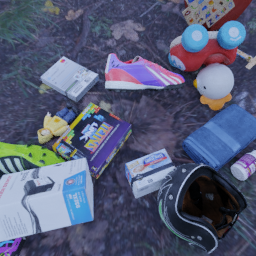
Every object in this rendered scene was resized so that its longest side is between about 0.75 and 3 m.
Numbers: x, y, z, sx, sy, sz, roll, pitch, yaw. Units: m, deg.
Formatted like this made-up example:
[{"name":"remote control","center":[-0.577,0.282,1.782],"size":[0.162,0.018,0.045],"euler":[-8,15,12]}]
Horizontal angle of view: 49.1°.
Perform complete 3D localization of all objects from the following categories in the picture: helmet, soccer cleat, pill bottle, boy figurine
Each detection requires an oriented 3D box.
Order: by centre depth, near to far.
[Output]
[{"name":"helmet","center":[1.679,1.874,6.982],"size":[1.915,2.008,2.008],"euler":[39,66,23]},{"name":"soccer cleat","center":[-3.203,1.020,8.220],"size":[2.734,1.108,0.923],"euler":[14,31,-14]},{"name":"pill bottle","center":[3.576,1.086,8.337],"size":[0.964,0.541,0.541],"euler":[-34,64,-19]},{"name":"soccer cleat","center":[0.630,-1.636,8.442],"size":[2.894,1.059,0.987],"euler":[-6,11,-32]},{"name":"boy figurine","center":[-2.355,-0.154,9.123],"size":[0.991,0.514,1.594],"euler":[36,63,17]}]

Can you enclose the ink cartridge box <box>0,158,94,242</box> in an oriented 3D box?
[{"name":"ink cartridge box","center":[-2.084,1.704,7.002],"size":[2.296,0.961,1.666],"euler":[-12,20,-4]}]

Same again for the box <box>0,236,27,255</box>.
[{"name":"box","center":[-3.721,3.483,6.962],"size":[1.582,0.399,2.213],"euler":[15,61,8]}]

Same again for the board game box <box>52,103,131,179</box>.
[{"name":"board game box","center":[-1.081,0.343,8.780],"size":[1.631,0.560,1.973],"euler":[28,63,17]}]

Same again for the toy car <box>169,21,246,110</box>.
[{"name":"toy car","center":[2.670,-1.876,9.549],"size":[2.288,2.384,2.586],"euler":[-6,88,-4]}]

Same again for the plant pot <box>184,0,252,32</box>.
[{"name":"plant pot","center":[3.586,-5.355,11.392],"size":[2.311,2.039,2.314],"euler":[-26,63,-15]}]

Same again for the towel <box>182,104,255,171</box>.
[{"name":"towel","center":[2.955,0.294,8.797],"size":[2.427,0.589,1.355],"euler":[-34,64,-18]}]

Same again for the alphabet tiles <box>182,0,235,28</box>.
[{"name":"alphabet tiles","center":[2.664,-4.104,9.394],"size":[1.704,1.424,0.064],"euler":[-39,38,7]}]

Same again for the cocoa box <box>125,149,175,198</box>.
[{"name":"cocoa box","center":[0.642,1.300,8.020],"size":[1.268,0.846,0.832],"euler":[-20,61,-12]}]

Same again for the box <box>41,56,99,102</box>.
[{"name":"box","center":[-2.113,-1.806,10.219],"size":[1.665,0.343,1.298],"euler":[30,62,16]}]

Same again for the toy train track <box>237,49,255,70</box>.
[{"name":"toy train track","center":[4.635,-2.847,10.899],"size":[1.677,0.273,0.962],"euler":[39,66,22]}]
